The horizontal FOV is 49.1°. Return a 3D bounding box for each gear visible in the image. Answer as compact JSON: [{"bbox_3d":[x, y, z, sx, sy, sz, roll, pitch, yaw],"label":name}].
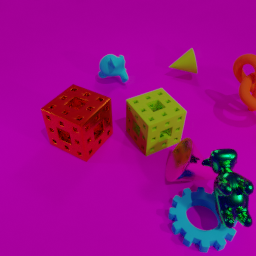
[{"bbox_3d":[1.579,1.901,5.962,1.377,0.255,1.377,0,43,0],"label":"gear"}]

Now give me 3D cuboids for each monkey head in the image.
[{"bbox_3d":[-0.492,-1.974,9.520,0.862,1.431,1.029,-21,87,-25],"label":"monkey head"}]

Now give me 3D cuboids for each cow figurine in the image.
[{"bbox_3d":[2.041,1.169,5.778,0.795,1.449,1.425,-4,8,3],"label":"cow figurine"}]

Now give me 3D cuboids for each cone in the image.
[{"bbox_3d":[1.688,0.986,6.734,1.145,1.141,1.141,27,43,-10],"label":"cone"},{"bbox_3d":[1.878,-2.240,9.807,0.897,0.894,0.894,-12,42,10],"label":"cone"}]

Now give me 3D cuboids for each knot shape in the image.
[{"bbox_3d":[3.719,-1.132,8.111,0.855,1.733,1.851,-22,68,28],"label":"knot shape"}]

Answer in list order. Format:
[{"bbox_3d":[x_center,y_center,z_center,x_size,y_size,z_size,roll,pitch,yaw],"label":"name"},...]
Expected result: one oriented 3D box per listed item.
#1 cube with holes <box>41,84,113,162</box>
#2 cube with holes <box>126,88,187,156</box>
[{"bbox_3d":[-1.283,-0.163,7.434,1.261,1.261,1.261,22,47,22],"label":"cube with holes"},{"bbox_3d":[0.700,-0.175,7.533,1.125,1.125,1.125,-20,48,-21],"label":"cube with holes"}]
